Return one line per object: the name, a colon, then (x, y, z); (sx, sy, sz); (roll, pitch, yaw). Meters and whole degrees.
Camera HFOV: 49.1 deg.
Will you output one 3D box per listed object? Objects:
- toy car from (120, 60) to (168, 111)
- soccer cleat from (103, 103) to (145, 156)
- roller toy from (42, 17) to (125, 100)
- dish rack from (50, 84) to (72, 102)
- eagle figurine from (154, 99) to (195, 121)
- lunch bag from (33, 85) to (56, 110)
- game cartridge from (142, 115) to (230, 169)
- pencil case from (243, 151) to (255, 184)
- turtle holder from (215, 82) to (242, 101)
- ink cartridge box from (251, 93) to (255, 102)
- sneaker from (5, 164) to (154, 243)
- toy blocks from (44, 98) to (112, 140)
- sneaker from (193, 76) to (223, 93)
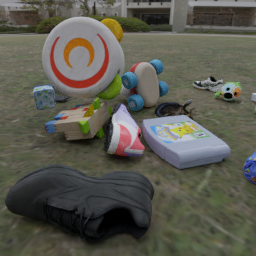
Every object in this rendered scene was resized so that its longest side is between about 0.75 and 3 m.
toy car: (0.262, -1.894, 12.414); (1.994, 1.914, 2.163); (-32, 26, -34)
soccer cleat: (-0.109, 0.045, 9.001); (1.093, 1.019, 2.988); (18, 21, -8)
roller toy: (-1.532, -2.494, 10.296); (2.717, 2.978, 2.081); (-1, 5, 7)
dish rack: (-3.147, -1.875, 13.632); (1.748, 0.622, 2.279); (12, 26, 27)
eagle figurine: (1.774, -0.625, 10.517); (1.307, 0.991, 0.986); (22, 52, 31)
lunch bag: (-2.580, -0.943, 8.680); (0.634, 0.788, 0.325); (-12, 47, -16)
game cartridge: (1.562, 0.307, 8.758); (1.868, 0.567, 2.801); (-11, 26, -16)
pencil case: (3.535, 0.835, 7.321); (0.688, 0.618, 1.585); (47, 42, 16)
turtle holder: (4.607, -1.670, 12.868); (1.114, 0.846, 0.791); (23, 45, 26)
ink cartridge box: (6.846, -1.224, 12.416); (1.814, 0.400, 1.847); (-7, 23, -16)
sneaker: (-0.940, 1.486, 5.381); (2.956, 1.123, 1.342); (-1, 29, 1)
toy blocks: (-1.702, -0.262, 9.530); (1.648, 1.204, 2.410); (-5, 22, 18)
sneaker: (4.188, -2.365, 14.599); (1.688, 0.740, 0.639); (18, 31, 39)
